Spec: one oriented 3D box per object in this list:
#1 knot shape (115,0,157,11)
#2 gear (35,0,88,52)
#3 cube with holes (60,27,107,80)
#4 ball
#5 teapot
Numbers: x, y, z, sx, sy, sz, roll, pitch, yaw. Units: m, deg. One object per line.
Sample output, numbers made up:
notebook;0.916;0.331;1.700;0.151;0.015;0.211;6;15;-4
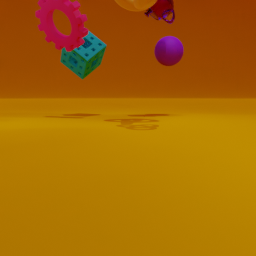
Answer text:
knot shape;0.628;-3.716;6.933;1.876;0.926;2.005;-39;12;-7
gear;-2.087;-3.309;8.824;1.733;1.733;0.320;3;37;28
cube with holes;-1.700;-2.813;10.597;1.139;1.139;1.139;-48;-5;-32
ball;1.541;-2.888;10.556;1.088;1.088;1.088;0;7;0
teapot;0.863;-4.108;9.268;1.862;0.912;1.158;46;8;14
